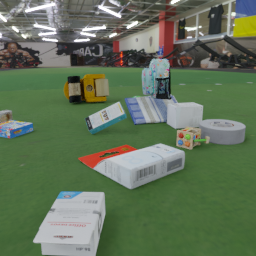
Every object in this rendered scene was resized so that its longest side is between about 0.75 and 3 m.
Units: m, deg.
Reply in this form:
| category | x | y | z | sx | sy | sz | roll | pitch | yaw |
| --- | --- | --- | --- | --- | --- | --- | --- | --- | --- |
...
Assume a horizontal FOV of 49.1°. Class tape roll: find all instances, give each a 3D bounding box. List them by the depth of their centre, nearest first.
| category | x | y | z | sx | sy | sz | roll | pitch | yaw |
| --- | --- | --- | --- | --- | --- | --- | --- | --- | --- |
| tape roll | 2.984 | 0.099 | 8.948 | 1.405 | 0.464 | 1.405 | -1 | 16 | 0 |

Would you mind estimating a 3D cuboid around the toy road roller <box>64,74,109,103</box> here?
| category | x | y | z | sx | sy | sz | roll | pitch | yaw |
| --- | --- | --- | --- | --- | --- | --- | --- | --- | --- |
| toy road roller | -2.311 | -2.119 | 15.336 | 2.352 | 1.445 | 1.717 | -5 | 5 | -16 |

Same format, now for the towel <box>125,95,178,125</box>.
| category | x | y | z | sx | sy | sz | roll | pitch | yaw |
| --- | --- | --- | --- | --- | --- | --- | --- | --- | --- |
| towel | 1.100 | -0.763 | 11.415 | 2.238 | 0.266 | 1.644 | -6 | 45 | -16 |

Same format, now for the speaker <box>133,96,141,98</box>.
| category | x | y | z | sx | sy | sz | roll | pitch | yaw |
| --- | --- | --- | --- | --- | --- | --- | --- | --- | --- |
| speaker | 0.941 | -1.054 | 12.697 | 1.664 | 0.736 | 0.736 | 12 | 19 | 37 |

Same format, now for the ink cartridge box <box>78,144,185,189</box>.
| category | x | y | z | sx | sy | sz | roll | pitch | yaw |
| --- | --- | --- | --- | --- | --- | --- | --- | --- | --- |
| ink cartridge box | 0.028 | 0.671 | 6.803 | 1.687 | 0.498 | 2.108 | -13 | 22 | -39 |

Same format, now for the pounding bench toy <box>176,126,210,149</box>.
| category | x | y | z | sx | sy | sz | roll | pitch | yaw |
| --- | --- | --- | --- | --- | --- | --- | --- | --- | --- |
| pounding bench toy | 1.882 | 0.314 | 8.107 | 0.799 | 0.496 | 0.623 | 12 | 20 | 38 |

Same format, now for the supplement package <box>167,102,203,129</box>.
| category | x | y | z | sx | sy | sz | roll | pitch | yaw |
| --- | --- | --- | --- | --- | --- | --- | --- | --- | --- |
| supplement package | 2.093 | -0.481 | 10.393 | 1.062 | 0.806 | 0.800 | -4 | 16 | -15 |

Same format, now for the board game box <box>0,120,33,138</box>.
| category | x | y | z | sx | sy | sz | roll | pitch | yaw |
| --- | --- | --- | --- | --- | --- | --- | --- | --- | --- |
| board game box | -3.974 | 0.027 | 9.536 | 1.003 | 0.286 | 1.024 | 7 | 17 | 24 |

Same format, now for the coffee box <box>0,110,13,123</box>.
| category | x | y | z | sx | sy | sz | roll | pitch | yaw |
| --- | --- | --- | --- | --- | --- | --- | --- | --- | --- |
| coffee box | -4.813 | -0.349 | 10.530 | 0.346 | 0.496 | 0.867 | 10 | 19 | 29 |

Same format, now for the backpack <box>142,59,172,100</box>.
| category | x | y | z | sx | sy | sz | roll | pitch | yaw |
| --- | --- | --- | --- | --- | --- | --- | --- | --- | --- |
| backpack | 1.113 | -1.893 | 10.767 | 1.148 | 1.525 | 1.354 | 4 | 8 | -5 |

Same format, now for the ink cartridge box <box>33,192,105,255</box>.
| category | x | y | z | sx | sy | sz | roll | pitch | yaw |
| --- | --- | --- | --- | --- | --- | --- | --- | --- | --- |
| ink cartridge box | -0.795 | 1.440 | 4.114 | 0.759 | 0.437 | 1.310 | 1 | 15 | 3 |

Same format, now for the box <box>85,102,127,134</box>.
| category | x | y | z | sx | sy | sz | roll | pitch | yaw |
| --- | --- | --- | --- | --- | --- | --- | --- | --- | --- |
| box | -0.748 | -0.329 | 9.401 | 1.316 | 0.324 | 0.542 | -25 | 59 | 4 |
